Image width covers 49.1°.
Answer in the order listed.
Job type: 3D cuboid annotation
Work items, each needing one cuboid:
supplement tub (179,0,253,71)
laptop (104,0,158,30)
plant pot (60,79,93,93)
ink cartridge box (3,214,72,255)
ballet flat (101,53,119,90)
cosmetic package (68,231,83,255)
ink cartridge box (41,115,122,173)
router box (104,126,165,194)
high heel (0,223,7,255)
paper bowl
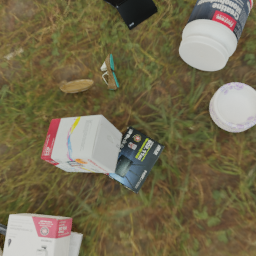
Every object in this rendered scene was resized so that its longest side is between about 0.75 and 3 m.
[{"bbox_3d":[3.188,-3.748,10.258,1.973,1.973,2.812,23,77,6],"label":"supplement tub"},{"bbox_3d":[0.079,-5.112,11.585,1.516,0.883,1.710,-37,53,-9],"label":"laptop"},{"bbox_3d":[-1.864,-1.521,10.260,1.231,1.231,0.169,-8,116,-2],"label":"plant pot"},{"bbox_3d":[-2.823,3.967,8.629,1.783,1.007,2.433,0,75,15],"label":"ink cartridge box"},{"bbox_3d":[-0.738,-2.125,10.682,0.528,0.495,1.460,-14,80,11],"label":"ballet flat"},{"bbox_3d":[-1.897,4.089,9.138,0.541,0.332,1.311,12,76,3],"label":"cosmetic package"},{"bbox_3d":[-1.430,0.558,9.004,1.975,1.435,1.429,-4,62,28],"label":"ink cartridge box"},{"bbox_3d":[0.191,1.100,9.755,1.435,0.595,1.915,30,78,7],"label":"router box"},{"bbox_3d":[-4.666,4.002,8.923,1.494,0.748,2.096,23,64,2],"label":"high heel"},{"bbox_3d":[3.798,-0.693,10.049,1.723,0.896,1.723,0,76,0],"label":"paper bowl"}]
